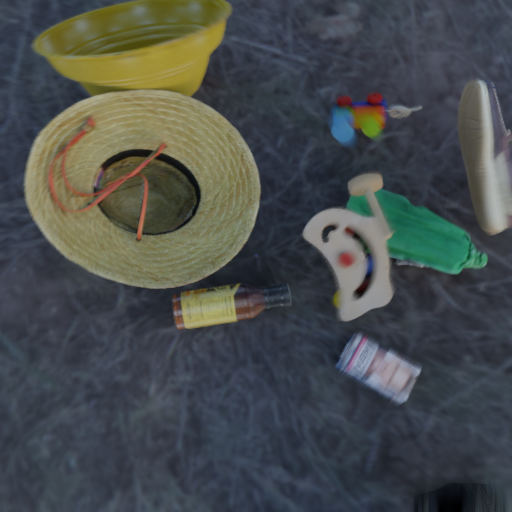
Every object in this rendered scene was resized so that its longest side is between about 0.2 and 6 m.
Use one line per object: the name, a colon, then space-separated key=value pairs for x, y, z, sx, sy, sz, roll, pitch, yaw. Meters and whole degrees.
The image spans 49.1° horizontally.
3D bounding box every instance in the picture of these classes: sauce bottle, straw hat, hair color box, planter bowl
sauce bottle: x=-0.419 y=0.816 z=9.606 sx=2.006 sy=0.662 sz=0.662 roll=-8 pitch=71 yaw=-5
straw hat: x=-1.893 y=-0.991 z=9.689 sx=3.701 sy=1.566 sz=3.701 roll=4 pitch=73 yaw=-12
hair color box: x=2.027 y=1.879 z=9.367 sx=1.225 sy=0.371 sz=0.613 roll=29 pitch=73 yaw=9
planter bowl: x=-2.093 y=-3.588 z=10.365 sx=3.520 sy=1.466 sz=3.520 roll=-6 pitch=38 yaw=4

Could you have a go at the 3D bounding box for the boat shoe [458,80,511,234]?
boat shoe: x=4.146 y=-1.727 z=9.681 sx=0.862 sy=0.956 sz=2.659 roll=-13 pitch=101 yaw=-2

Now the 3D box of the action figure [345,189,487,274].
action figure: x=2.790 y=-0.323 z=9.937 sx=2.598 sy=0.711 sz=1.535 roll=22 pitch=72 yaw=12

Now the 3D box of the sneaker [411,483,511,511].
sneaker: x=2.500 y=4.050 z=7.852 sx=1.291 sy=0.862 sz=2.255 roll=22 pitch=109 yaw=-25

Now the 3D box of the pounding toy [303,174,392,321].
pounding toy: x=1.463 y=-0.117 z=9.090 sx=1.343 sy=1.347 sz=2.349 roll=-5 pitch=89 yaw=8

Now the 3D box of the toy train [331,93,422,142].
toy train: x=2.201 y=-2.520 z=10.332 sx=1.624 sy=0.688 sz=0.940 roll=-1 pitch=36 yaw=18
